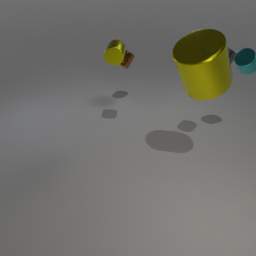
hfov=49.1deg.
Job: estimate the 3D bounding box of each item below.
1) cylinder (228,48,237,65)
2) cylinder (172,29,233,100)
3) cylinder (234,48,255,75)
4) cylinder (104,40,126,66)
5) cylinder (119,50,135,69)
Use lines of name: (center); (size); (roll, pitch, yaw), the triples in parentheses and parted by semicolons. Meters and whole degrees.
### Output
cylinder: (2.970, -2.202, 8.940); (0.700, 0.700, 0.700); (30, 14, -9)
cylinder: (2.067, -1.724, 7.723); (1.400, 1.400, 1.400); (-15, 48, 17)
cylinder: (4.142, -2.314, 9.774); (0.700, 0.700, 0.700); (24, -1, 36)
cylinder: (-0.457, -2.707, 10.045); (0.700, 0.700, 0.700); (3, 39, 6)
cylinder: (-0.151, -3.208, 13.009); (0.700, 0.700, 0.700); (30, 6, -3)
